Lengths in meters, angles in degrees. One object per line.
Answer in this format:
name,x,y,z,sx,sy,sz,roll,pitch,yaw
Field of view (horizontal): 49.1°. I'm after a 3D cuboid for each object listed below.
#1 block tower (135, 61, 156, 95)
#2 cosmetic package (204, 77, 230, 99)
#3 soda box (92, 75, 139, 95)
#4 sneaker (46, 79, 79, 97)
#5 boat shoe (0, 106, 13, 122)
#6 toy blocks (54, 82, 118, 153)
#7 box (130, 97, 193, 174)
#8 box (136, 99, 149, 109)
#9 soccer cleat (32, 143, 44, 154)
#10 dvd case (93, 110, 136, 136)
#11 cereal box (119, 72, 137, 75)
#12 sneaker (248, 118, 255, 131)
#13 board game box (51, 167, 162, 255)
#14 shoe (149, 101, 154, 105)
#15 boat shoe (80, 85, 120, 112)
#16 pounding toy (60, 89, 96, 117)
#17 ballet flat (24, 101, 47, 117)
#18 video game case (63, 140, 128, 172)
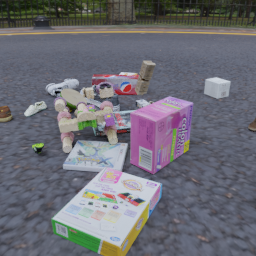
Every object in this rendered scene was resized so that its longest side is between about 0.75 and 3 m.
block tower,0.654,-1.972,10.965,0.385,1.425,0.412,-5,47,-24
cosmetic package,4.579,-2.065,14.423,0.813,0.808,0.972,-14,28,-27
soda box,-0.509,-2.302,14.830,2.741,0.869,0.960,1,24,1
sneaker,-3.305,-2.055,14.616,1.783,0.670,1.025,-18,31,-22
boat shoe,-5.834,-0.656,11.658,1.975,0.667,0.711,0,26,1
toy blocks,-1.451,-0.621,9.629,2.052,2.196,1.849,-9,31,-6
box,1.056,0.158,8.731,0.953,1.734,1.971,21,32,37
box,0.716,-1.077,13.039,0.450,0.232,0.772,-11,28,-21
soccer cleat,-2.891,0.669,9.101,0.278,0.334,0.824,-23,9,-32
dvd case,-0.286,-0.244,11.294,2.332,0.257,1.703,-7,27,-12
cereal box,0.001,-3.310,17.692,1.074,0.212,0.773,6,26,12
sneaker,5.108,-0.267,11.104,0.423,0.454,1.201,19,31,35
board game box,-0.385,1.871,6.651,1.728,0.455,2.258,13,29,25
shoe,1.315,-0.703,12.028,0.568,0.433,1.624,-12,28,-23
boat shoe,-1.378,-1.608,13.255,1.023,0.967,2.852,-15,30,-32
pounding toy,-2.426,-0.985,12.539,1.607,0.746,1.241,44,30,16
ballet flat,-4.151,-0.893,12.477,0.440,0.440,1.225,13,29,25
video game case,-0.976,0.883,9.003,1.775,0.195,1.618,3,25,7
